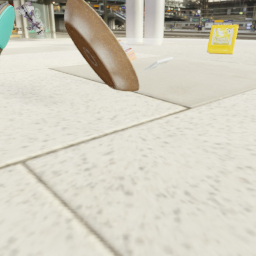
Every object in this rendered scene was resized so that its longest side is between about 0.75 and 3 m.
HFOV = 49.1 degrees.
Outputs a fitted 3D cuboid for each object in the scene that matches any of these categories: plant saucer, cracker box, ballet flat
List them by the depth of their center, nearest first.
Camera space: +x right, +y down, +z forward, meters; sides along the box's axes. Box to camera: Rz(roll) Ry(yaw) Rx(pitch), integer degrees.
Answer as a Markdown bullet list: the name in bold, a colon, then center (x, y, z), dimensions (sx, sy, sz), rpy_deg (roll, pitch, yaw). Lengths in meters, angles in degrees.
- **ballet flat**: center (-2.548, -1.473, 5.022), dimensions (0.677, 1.853, 0.677), rpy_deg (5, -15, 1)
- **plant saucer**: center (-0.690, -1.712, 6.312), dimensions (0.458, 2.505, 2.505), rpy_deg (-40, 31, -6)
- **cracker box**: center (-0.278, -1.882, 7.176), dimensions (0.657, 0.283, 0.981), rpy_deg (-32, 40, -4)

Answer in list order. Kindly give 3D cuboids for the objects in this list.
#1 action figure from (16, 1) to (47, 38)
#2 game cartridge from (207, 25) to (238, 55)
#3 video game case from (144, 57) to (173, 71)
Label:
- **action figure**: center (-3.034, -3.378, 8.934), dimensions (0.741, 1.140, 0.395), rpy_deg (-8, 34, 34)
- **game cartridge**: center (2.506, -2.356, 7.462), dimensions (0.693, 0.786, 0.127), rpy_deg (10, -5, 28)
- **video game case**: center (1.164, -2.416, 10.581), dimensions (0.868, 0.103, 0.790), rpy_deg (-24, 0, -35)
